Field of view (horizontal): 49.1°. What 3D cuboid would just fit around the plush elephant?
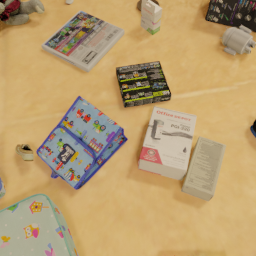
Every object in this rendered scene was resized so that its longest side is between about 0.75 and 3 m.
[{"bbox_3d":[-4.674,-4.339,10.027,2.388,1.966,1.849,-13,40,26],"label":"plush elephant"}]

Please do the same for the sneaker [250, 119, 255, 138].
[{"bbox_3d":[4.133,0.366,7.913,0.571,0.634,1.627,-24,62,-14],"label":"sneaker"}]

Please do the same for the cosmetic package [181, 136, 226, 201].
[{"bbox_3d":[2.045,1.074,7.541,0.795,0.561,1.535,20,62,11],"label":"cosmetic package"}]

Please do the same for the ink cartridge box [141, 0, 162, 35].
[{"bbox_3d":[0.851,-4.144,10.250,0.412,1.223,0.716,-37,66,-20],"label":"ink cartridge box"}]

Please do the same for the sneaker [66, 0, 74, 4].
[{"bbox_3d":[-2.318,-5.552,11.559,0.362,0.423,0.971,10,59,6],"label":"sneaker"}]

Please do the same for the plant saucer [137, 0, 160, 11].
[{"bbox_3d":[0.814,-4.944,11.364,0.923,0.136,0.923,0,60,-1],"label":"plant saucer"}]

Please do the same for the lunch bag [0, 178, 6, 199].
[{"bbox_3d":[-3.984,1.409,7.355,1.187,0.560,1.481,-35,66,-21],"label":"lunch bag"}]

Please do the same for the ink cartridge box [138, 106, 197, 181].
[{"bbox_3d":[1.115,0.387,7.838,1.294,0.753,1.777,13,58,8],"label":"ink cartridge box"}]

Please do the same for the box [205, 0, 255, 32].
[{"bbox_3d":[4.380,-4.734,10.551,2.449,1.299,1.497,18,61,11],"label":"box"}]

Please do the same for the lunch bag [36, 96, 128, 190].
[{"bbox_3d":[-1.361,0.516,7.778,1.651,1.031,2.193,36,78,19],"label":"lunch bag"}]

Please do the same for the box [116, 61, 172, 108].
[{"bbox_3d":[0.480,-1.453,9.156,1.552,0.369,1.499,-11,63,-7],"label":"box"}]

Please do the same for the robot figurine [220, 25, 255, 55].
[{"bbox_3d":[3.875,-3.098,9.933,1.246,0.703,1.056,38,97,20],"label":"robot figurine"}]

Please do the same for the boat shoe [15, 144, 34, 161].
[{"bbox_3d":[-2.828,0.607,7.725,0.366,0.329,0.990,5,13,-43],"label":"boat shoe"}]

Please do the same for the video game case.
[{"bbox_3d":[-1.618,-3.249,10.287,2.109,0.266,2.314,29,65,16],"label":"video game case"}]

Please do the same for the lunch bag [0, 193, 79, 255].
[{"bbox_3d":[-2.235,2.870,6.235,2.011,0.966,2.507,-26,62,-12],"label":"lunch bag"}]
